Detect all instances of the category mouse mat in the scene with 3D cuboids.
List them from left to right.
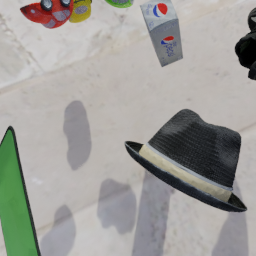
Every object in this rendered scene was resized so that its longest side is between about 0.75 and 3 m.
[{"bbox_3d":[-1.559,1.307,3.863,0.086,1.828,2.272,-8,71,-36],"label":"mouse mat"}]

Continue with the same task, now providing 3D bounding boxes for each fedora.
[{"bbox_3d":[1.180,0.376,4.914,2.576,2.576,1.177,27,94,7],"label":"fedora"}]

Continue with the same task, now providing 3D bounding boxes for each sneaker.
[{"bbox_3d":[2.763,-1.842,5.751,1.082,0.926,2.611,7,49,8],"label":"sneaker"}]

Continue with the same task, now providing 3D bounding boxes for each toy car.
[{"bbox_3d":[-0.738,-2.856,6.392,2.553,2.713,0.605,-10,113,15],"label":"toy car"}]

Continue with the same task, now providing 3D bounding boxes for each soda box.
[{"bbox_3d":[0.796,-2.056,6.187,0.604,1.903,0.649,-21,76,10],"label":"soda box"}]
